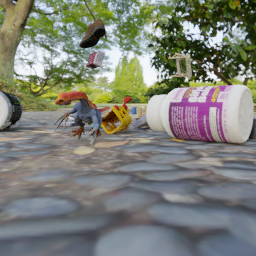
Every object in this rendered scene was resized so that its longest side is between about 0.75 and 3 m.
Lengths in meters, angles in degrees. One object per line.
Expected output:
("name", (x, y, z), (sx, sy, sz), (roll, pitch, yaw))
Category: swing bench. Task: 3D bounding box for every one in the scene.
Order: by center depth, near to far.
("swing bench", (2.551, -2.916, 13.185), (1.023, 1.018, 0.664), (17, 44, 39))

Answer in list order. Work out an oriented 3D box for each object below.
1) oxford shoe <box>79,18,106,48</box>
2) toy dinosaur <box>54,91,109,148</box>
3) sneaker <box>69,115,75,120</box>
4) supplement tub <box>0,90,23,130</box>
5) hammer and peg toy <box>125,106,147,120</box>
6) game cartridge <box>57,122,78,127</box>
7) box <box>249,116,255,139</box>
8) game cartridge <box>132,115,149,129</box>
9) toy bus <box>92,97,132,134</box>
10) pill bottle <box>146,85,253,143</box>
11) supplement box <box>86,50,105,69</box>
("oxford shoe", (-1.569, -4.108, 12.261), (0.651, 0.756, 1.791), (5, -22, -42))
("toy dinosaur", (-1.152, -0.445, 6.887), (1.141, 2.173, 1.972), (9, -39, 2))
("sneaker", (-2.741, -0.917, 17.934), (2.146, 0.907, 0.804), (0, 4, 6))
("supplement tub", (-5.066, -0.702, 10.901), (1.564, 1.564, 2.553), (-1, 4, -7))
("hammer and peg toy", (0.550, -0.637, 14.418), (1.904, 0.913, 2.588), (-4, 6, -30))
("game cartridge", (-2.749, -0.178, 13.081), (0.730, 0.216, 1.127), (-3, 3, 17))
("box", (3.545, -0.114, 9.481), (2.187, 0.604, 2.730), (-3, 5, -39))
("game cartridge", (1.189, -0.475, 11.872), (1.313, 0.389, 2.025), (-26, -8, 35))
("toy bus", (-0.316, -0.272, 9.849), (1.646, 0.851, 1.553), (-33, -7, -24))
("pill bottle", (1.852, -0.388, 7.567), (2.599, 1.459, 1.459), (3, 5, 38))
("supplement box", (-1.686, -3.483, 14.413), (0.416, 0.743, 1.365), (20, -4, -27))
